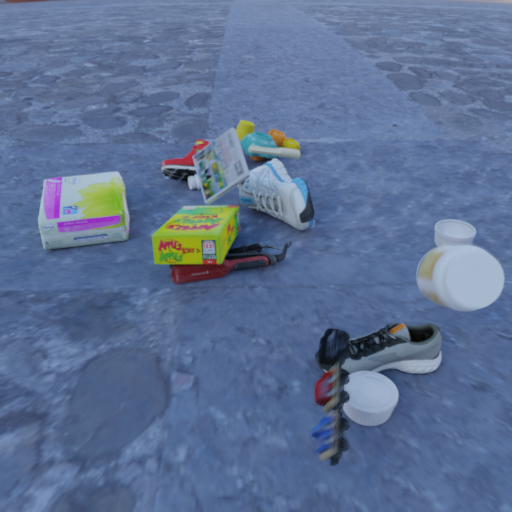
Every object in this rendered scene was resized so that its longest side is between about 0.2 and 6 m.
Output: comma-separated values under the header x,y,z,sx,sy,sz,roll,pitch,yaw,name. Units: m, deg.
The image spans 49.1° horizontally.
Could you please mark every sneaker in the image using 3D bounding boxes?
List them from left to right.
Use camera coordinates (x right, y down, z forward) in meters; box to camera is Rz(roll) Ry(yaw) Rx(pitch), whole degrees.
x,y,z,sx,sy,sz,roll,pitch,yaw,name
-1.520,-2.536,14.554,2.202,0.935,0.848,-14,-4,-33,sneaker
0.343,-1.282,12.773,1.325,1.146,3.057,-16,26,-13,sneaker
1.877,1.394,8.589,2.020,0.801,0.746,-7,34,-8,sneaker

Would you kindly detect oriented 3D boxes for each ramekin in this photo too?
x,y,z,sx,sy,sz,roll,pitch,yaw,name
1.585,2.042,7.936,0.811,0.378,0.811,-1,32,0,ramekin
4.149,-0.391,11.780,0.819,0.430,0.819,0,32,0,ramekin

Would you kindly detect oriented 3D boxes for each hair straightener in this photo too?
x,y,z,sx,sy,sz,roll,pitch,yaw,name
-0.516,-0.048,11.106,2.473,0.506,0.952,-13,32,-9,hair straightener

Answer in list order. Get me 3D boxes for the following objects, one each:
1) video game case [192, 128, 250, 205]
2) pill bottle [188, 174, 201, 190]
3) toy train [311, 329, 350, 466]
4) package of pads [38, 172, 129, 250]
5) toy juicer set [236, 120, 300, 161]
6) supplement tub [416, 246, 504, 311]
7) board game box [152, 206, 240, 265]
x,y,z,sx,sy,sz,roll,pitch,yaw,name
-0.732,-1.831,11.433,0.137,1.131,1.241,22,44,-52,video game case
-1.355,-1.903,14.227,0.696,0.394,0.394,-13,34,-18,pill bottle
0.929,1.685,6.969,0.411,0.306,1.795,17,51,-11,toy train
-3.802,-1.090,12.532,1.831,0.808,2.370,-8,33,-13,package of pads
0.384,-2.965,15.747,1.796,0.768,2.823,11,25,-15,toy juicer set
2.717,0.288,7.521,0.859,0.859,1.187,0,1,1,supplement tub
-1.106,-0.469,11.132,1.241,0.581,2.442,0,17,7,board game box
